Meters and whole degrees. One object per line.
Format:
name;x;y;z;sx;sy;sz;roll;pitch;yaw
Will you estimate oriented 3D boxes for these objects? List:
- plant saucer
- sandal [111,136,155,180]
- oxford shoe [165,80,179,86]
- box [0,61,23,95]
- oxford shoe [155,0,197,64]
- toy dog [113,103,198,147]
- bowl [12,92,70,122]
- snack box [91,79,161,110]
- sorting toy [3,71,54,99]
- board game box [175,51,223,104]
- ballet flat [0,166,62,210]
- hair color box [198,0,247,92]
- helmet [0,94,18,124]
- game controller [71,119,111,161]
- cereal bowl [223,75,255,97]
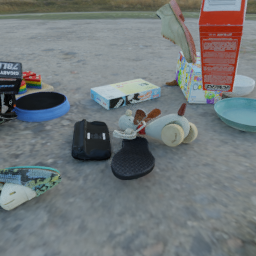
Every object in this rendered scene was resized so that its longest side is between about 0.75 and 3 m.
plant saucer;4.195;-0.429;9.717;2.389;0.429;2.389;0;28;0
sandal;0.162;0.841;7.301;1.023;0.614;2.725;8;14;3
oxford shoe;2.133;-2.143;13.134;0.784;0.279;0.280;-4;30;-3
box;-3.711;-1.234;7.070;1.874;0.466;1.860;-3;-4;-26
oxford shoe;1.705;-3.248;9.842;0.930;2.520;0.892;-23;-20;19
toy dog;0.854;-0.264;8.385;2.503;1.205;1.651;9;10;12
bowl;-3.279;-0.870;10.574;2.091;0.410;2.091;0;28;0
snack box;-0.089;-1.457;11.604;2.534;0.470;1.472;-17;32;-28
sorting toy;-4.584;-1.941;12.343;1.825;0.639;1.836;25;36;38
board game box;2.973;-2.185;11.817;1.343;1.319;2.561;1;32;-5
ballet flat;-2.831;1.346;6.087;2.706;1.004;1.004;0;28;4
hair color box;2.279;-2.192;6.742;0.916;1.589;2.865;7;-16;17
helmet;-4.615;-0.892;9.181;1.748;1.833;1.833;-2;25;24
game controller;-1.093;0.328;8.423;1.108;0.447;2.124;10;26;-12
cereal bowl;4.517;-1.749;11.959;1.600;0.666;1.600;0;27;0
